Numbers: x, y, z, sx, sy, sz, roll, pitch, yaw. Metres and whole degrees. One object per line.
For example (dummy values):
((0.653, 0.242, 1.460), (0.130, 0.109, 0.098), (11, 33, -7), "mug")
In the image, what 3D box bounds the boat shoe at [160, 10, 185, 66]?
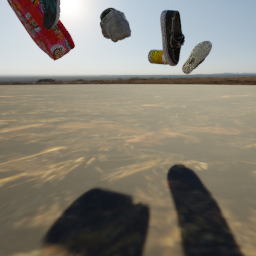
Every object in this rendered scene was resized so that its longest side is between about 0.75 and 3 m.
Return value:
((1.290, -2.448, 7.824), (0.520, 1.633, 0.577), (18, 50, 37), "boat shoe")

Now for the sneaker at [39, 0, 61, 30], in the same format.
((-1.568, -2.514, 5.393), (0.547, 1.199, 0.465), (-7, 39, -39), "sneaker")

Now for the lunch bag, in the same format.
((-3.023, -3.657, 9.571), (1.146, 2.796, 2.463), (-38, 21, -5), "lunch bag")

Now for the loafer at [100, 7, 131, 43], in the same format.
((-0.412, -3.078, 8.178), (0.858, 0.856, 2.454), (-22, 24, -4), "loafer")

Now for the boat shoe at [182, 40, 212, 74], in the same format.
((2.216, -2.273, 8.879), (0.436, 0.484, 1.368), (-35, -8, -37), "boat shoe")

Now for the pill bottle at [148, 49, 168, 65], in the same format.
((1.058, -2.221, 8.781), (0.463, 0.463, 0.847), (-10, 20, -44), "pill bottle")
